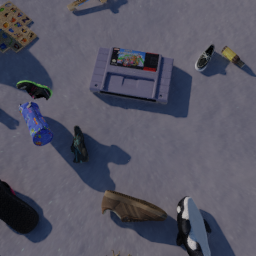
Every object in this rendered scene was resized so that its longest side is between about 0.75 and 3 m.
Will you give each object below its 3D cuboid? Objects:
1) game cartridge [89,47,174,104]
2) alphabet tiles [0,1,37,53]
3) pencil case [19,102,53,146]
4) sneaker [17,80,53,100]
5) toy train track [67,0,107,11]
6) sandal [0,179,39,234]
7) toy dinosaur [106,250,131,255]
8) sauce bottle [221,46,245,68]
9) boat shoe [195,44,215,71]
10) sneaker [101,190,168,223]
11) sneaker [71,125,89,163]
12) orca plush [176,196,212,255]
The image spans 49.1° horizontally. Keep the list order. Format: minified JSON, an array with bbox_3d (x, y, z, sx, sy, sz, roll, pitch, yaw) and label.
[{"bbox_3d":[0.148,-1.947,10.077,2.808,0.539,1.820,9,76,3],"label":"game cartridge"},{"bbox_3d":[-4.629,-3.886,10.905,2.108,0.080,1.762,41,74,11],"label":"alphabet tiles"},{"bbox_3d":[-2.990,-0.197,9.066,0.651,0.724,1.668,-16,50,-28],"label":"pencil case"},{"bbox_3d":[-2.946,-1.157,8.729,1.127,0.433,0.472,15,74,-1],"label":"sneaker"},{"bbox_3d":[-1.551,-5.234,11.307,1.927,0.313,1.105,-30,81,-4],"label":"toy train track"},{"bbox_3d":[-3.962,2.185,8.662,2.814,0.634,1.057,42,81,-2],"label":"sandal"},{"bbox_3d":[-0.506,4.002,8.086,1.298,0.378,0.656,-37,76,-12],"label":"toy dinosaur"},{"bbox_3d":[3.892,-2.624,10.376,0.318,0.318,0.983,-38,74,-12],"label":"sauce bottle"},{"bbox_3d":[2.875,-2.608,10.329,0.422,0.391,1.144,37,75,12],"label":"boat shoe"},{"bbox_3d":[0.161,2.546,8.521,2.018,0.711,0.762,18,89,11],"label":"sneaker"},{"bbox_3d":[-1.667,0.529,9.211,0.518,0.493,1.307,-15,71,-3],"label":"sneaker"},{"bbox_3d":[1.899,3.337,8.265,1.287,0.870,2.447,-10,69,-51],"label":"orca plush"}]
